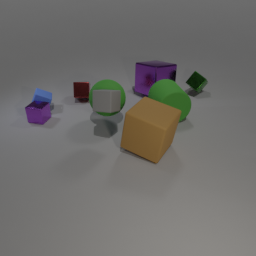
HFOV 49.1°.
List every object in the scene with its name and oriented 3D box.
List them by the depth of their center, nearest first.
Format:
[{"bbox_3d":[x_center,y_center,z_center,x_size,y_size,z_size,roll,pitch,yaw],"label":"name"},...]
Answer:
[{"bbox_3d":[0.746,0.029,9.277,1.400,1.400,1.400,24,37,19],"label":"cube"},{"bbox_3d":[-0.706,-0.906,9.314,0.700,0.700,0.700,6,11,24],"label":"cube"},{"bbox_3d":[-0.786,-1.146,10.677,1.400,1.400,1.400,0,31,0],"label":"ball"},{"bbox_3d":[-3.625,-0.633,11.351,0.700,0.700,0.700,8,32,13],"label":"cube"},{"bbox_3d":[1.671,-1.106,11.435,1.400,1.400,1.400,-6,31,-11],"label":"cylinder"},{"bbox_3d":[-3.718,-1.188,12.057,0.700,0.700,0.700,17,25,-23],"label":"cube"},{"bbox_3d":[-2.107,-1.730,12.875,0.700,0.700,0.700,-2,3,-3],"label":"cube"},{"bbox_3d":[1.291,-2.357,13.255,1.400,1.400,1.400,-16,28,-37],"label":"cube"},{"bbox_3d":[3.304,-2.187,13.388,0.700,0.700,0.700,43,13,20],"label":"cube"}]
